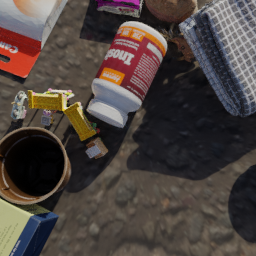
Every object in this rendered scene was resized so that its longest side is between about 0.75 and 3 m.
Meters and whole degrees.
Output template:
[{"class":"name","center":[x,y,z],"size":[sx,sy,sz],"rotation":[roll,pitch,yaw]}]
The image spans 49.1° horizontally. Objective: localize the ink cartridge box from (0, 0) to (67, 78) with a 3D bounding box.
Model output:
[{"class":"ink cartridge box","center":[-3.266,-3.022,7.729],"size":[2.225,0.688,2.744],"rotation":[21,74,5]}]

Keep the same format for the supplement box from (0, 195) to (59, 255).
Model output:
[{"class":"supplement box","center":[-3.163,2.430,5.890],"size":[2.310,1.553,2.313],"rotation":[25,77,6]}]

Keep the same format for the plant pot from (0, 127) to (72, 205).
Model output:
[{"class":"plant pot","center":[-1.995,0.908,6.291],"size":[1.549,1.533,1.549],"rotation":[0,76,-1]}]

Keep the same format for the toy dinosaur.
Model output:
[{"class":"toy dinosaur","center":[1.125,-3.282,7.616],"size":[1.913,1.211,2.822],"rotation":[-50,62,20]}]

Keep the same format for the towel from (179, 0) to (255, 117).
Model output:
[{"class":"towel","center":[2.990,-2.010,6.739],"size":[2.373,1.227,2.866],"rotation":[-32,101,-3]}]

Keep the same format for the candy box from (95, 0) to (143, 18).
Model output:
[{"class":"candy box","center":[-0.104,-4.233,8.066],"size":[1.293,0.578,1.896],"rotation":[12,76,3]}]

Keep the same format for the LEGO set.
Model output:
[{"class":"LEGO set","center":[-1.514,-0.336,7.103],"size":[2.640,0.983,1.214],"rotation":[26,108,0]}]

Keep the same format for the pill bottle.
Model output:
[{"class":"pill bottle","center":[-0.067,-1.260,6.889],"size":[1.318,1.318,2.334],"rotation":[24,83,6]}]
